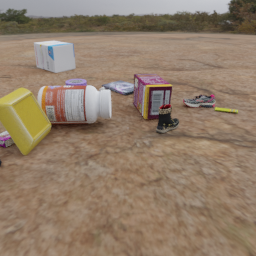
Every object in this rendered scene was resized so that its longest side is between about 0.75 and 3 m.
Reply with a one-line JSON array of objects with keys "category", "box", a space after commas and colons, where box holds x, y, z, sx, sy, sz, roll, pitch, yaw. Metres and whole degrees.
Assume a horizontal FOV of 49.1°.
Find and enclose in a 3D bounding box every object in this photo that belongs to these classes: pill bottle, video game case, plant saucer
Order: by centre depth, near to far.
[{"category": "plant saucer", "box": [-3.592, -0.371, 10.033, 0.496, 2.049, 2.049, -22, 19, 19]}, {"category": "pill bottle", "box": [-2.168, -0.980, 11.798, 2.870, 1.610, 1.610, -1, 24, 0]}, {"category": "video game case", "box": [-0.294, -2.437, 16.814, 1.572, 0.209, 2.201, -21, 33, -39]}]

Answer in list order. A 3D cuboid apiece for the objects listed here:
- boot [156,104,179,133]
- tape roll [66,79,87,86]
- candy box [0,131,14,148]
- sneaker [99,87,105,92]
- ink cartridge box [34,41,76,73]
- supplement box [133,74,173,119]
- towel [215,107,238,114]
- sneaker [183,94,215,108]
[{"category": "boot", "box": [1.659, -0.452, 11.423, 1.380, 1.039, 0.505, -21, 32, -39]}, {"category": "tape roll", "box": [-3.064, -2.518, 16.604, 1.219, 0.518, 1.219, 1, 24, 0]}, {"category": "candy box", "box": [-4.487, 0.359, 10.542, 0.660, 0.295, 0.968, 10, 26, 22]}, {"category": "sneaker", "box": [-1.326, -1.639, 14.383, 0.364, 0.960, 0.442, -24, 65, -27]}, {"category": "ink cartridge box", "box": [-5.631, -5.532, 21.494, 2.629, 1.929, 1.920, 22, 33, 39]}, {"category": "supplement box", "box": [1.082, -1.548, 13.225, 1.229, 1.559, 2.382, -4, 25, -12]}, {"category": "towel", "box": [4.726, -0.845, 13.465, 1.051, 0.095, 0.452, 9, 21, 21]}, {"category": "sneaker", "box": [3.549, -1.391, 14.032, 1.593, 0.595, 0.642, -1, 24, -1]}]
